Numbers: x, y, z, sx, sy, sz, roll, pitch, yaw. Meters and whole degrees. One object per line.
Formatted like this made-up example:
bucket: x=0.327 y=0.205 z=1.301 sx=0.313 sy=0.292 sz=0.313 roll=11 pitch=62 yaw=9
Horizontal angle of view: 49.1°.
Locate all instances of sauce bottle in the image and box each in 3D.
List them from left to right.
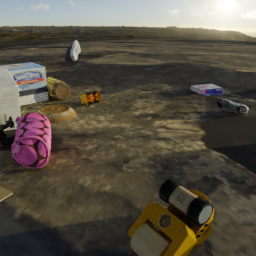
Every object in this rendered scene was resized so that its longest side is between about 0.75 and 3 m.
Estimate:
sauce bottle: x=-4.168 y=-2.242 z=14.953 sx=0.981 sy=0.981 sz=2.973 roll=-16 pitch=29 yaw=-34

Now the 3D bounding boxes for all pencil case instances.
pencil case: x=-3.016 y=0.304 z=8.735 sx=1.139 sy=1.104 sz=2.433 roll=30 pitch=8 yaw=-25

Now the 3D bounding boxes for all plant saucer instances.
plant saucer: x=-3.124 y=-0.687 z=12.078 sx=1.738 sy=0.308 sz=1.738 roll=0 pitch=23 yaw=0

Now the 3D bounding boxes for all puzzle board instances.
puzzle board: x=-3.324 y=1.627 z=6.817 sx=0.820 sy=0.071 sz=0.618 roll=13 pitch=27 yaw=29

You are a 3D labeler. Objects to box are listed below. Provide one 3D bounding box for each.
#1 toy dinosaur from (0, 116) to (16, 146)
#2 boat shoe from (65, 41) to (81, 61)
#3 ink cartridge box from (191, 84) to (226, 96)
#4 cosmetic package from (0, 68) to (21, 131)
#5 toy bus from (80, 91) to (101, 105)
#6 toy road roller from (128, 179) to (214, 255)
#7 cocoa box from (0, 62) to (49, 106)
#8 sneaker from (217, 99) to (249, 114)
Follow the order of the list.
toy dinosaur: x=-4.309 y=0.276 z=9.496 sx=1.130 sy=0.851 sz=1.666 roll=-23 pitch=48 yaw=-16
boat shoe: x=-1.888 y=-2.568 z=9.435 sx=0.401 sy=0.424 sz=1.212 roll=-14 pitch=41 yaw=10
ink cartridge box: x=4.470 y=-2.141 z=15.601 sx=1.402 sy=0.309 sz=1.428 roll=-8 pitch=22 yaw=-20
cosmetic package: x=-5.254 y=-1.067 z=10.678 sx=1.797 sy=1.786 sz=2.147 roll=-12 pitch=33 yaw=-30
toy bus: x=-1.900 y=-1.464 z=13.713 sx=0.907 sy=0.615 sz=0.870 roll=-18 pitch=13 yaw=-42
toy road roller: x=0.943 y=1.904 z=5.281 sx=1.632 sy=1.192 sz=1.003 roll=-49 pitch=41 yaw=-12
cocoa box: x=-5.496 y=-2.123 z=13.640 sx=2.654 sy=1.741 sz=1.770 roll=-17 pitch=28 yaw=-35
sneaker: x=4.779 y=-0.996 z=12.684 sx=1.384 sy=0.519 sz=0.799 roll=26 pitch=27 yaw=28
